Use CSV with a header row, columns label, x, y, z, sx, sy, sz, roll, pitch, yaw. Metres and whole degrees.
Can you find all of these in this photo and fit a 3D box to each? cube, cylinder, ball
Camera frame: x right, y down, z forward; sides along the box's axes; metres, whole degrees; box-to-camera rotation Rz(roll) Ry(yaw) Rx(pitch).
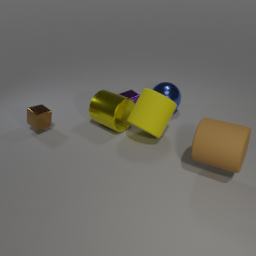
label,x,y,z,sx,sy,sz,roll,pitch,yaw
cube,0.078,-1.203,12.564,0.700,0.700,0.700,-23,40,-25
cube,-3.530,-0.434,11.141,0.700,0.700,0.700,31,34,31
cylinder,0.889,-0.553,10.482,1.400,1.400,1.400,28,0,0
ball,1.666,-1.345,12.496,1.400,1.400,1.400,0,32,0
cylinder,-0.630,-0.711,11.412,1.400,1.400,1.400,24,39,34
cylinder,2.831,0.498,8.524,1.400,1.400,1.400,16,35,27
